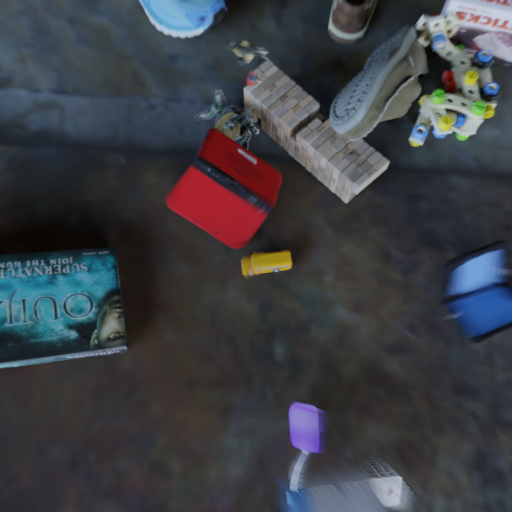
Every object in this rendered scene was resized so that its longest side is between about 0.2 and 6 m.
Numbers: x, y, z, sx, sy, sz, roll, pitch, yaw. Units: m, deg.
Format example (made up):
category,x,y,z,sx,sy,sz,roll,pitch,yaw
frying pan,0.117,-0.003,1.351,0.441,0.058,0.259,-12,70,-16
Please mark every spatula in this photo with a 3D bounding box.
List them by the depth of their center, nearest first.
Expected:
category,x,y,z,sx,sy,sz,roll,pitch,yaw
spatula,0.584,3.190,7.989,0.217,0.596,2.108,18,76,-39

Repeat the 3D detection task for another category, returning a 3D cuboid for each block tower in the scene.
category,x,y,z,sx,sy,sz,roll,pitch,yaw
block tower,0.936,-2.132,9.791,0.769,0.823,2.848,-42,73,-14

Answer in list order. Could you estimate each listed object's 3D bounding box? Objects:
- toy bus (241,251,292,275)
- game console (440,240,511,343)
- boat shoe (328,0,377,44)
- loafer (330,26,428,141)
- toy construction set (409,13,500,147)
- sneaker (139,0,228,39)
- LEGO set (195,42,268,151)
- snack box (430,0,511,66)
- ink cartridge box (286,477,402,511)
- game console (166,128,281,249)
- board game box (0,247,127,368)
category,x,y,z,sx,sy,sz,roll,pitch,yaw
toy bus,0.165,0.117,9.203,0.803,0.314,0.261,-7,70,-3
game console,3.598,0.526,8.668,1.294,1.138,0.753,-19,30,-23
boat shoe,2.078,-5.532,10.885,1.038,1.040,2.811,9,70,3
loafer,2.280,-2.829,9.476,1.083,1.169,3.109,47,53,-14
toy construction set,3.484,-3.110,10.049,1.573,1.105,2.399,1,81,0
sneaker,-1.888,-5.389,10.625,3.171,1.426,1.243,39,74,13
LEGO set,-0.292,-2.453,9.676,1.522,0.664,2.343,46,117,35
snack box,5.115,-3.973,10.194,3.526,1.268,0.429,14,71,5
ink cartridge box,1.180,3.341,7.210,1.485,0.860,0.495,-8,42,2
game console,-0.497,-1.100,9.215,1.502,0.892,1.295,32,49,-20
board game box,-3.359,0.787,8.544,2.544,0.358,1.721,-5,70,-20
